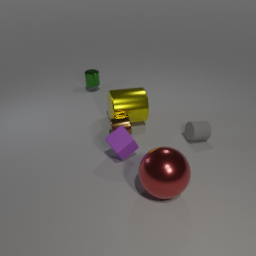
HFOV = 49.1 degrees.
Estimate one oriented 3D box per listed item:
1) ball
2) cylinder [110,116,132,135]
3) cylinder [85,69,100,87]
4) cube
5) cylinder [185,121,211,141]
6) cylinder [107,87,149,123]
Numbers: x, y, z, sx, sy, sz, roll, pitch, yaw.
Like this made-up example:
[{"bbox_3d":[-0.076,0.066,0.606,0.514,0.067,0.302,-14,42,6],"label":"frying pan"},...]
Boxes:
[{"bbox_3d":[0.984,1.198,7.570,1.400,1.400,1.400,0,30,0],"label":"ball"},{"bbox_3d":[-0.253,-0.053,10.286,0.700,0.700,0.700,-10,31,-3],"label":"cylinder"},{"bbox_3d":[-1.773,-2.472,13.915,0.700,0.700,0.700,-2,33,1],"label":"cylinder"},{"bbox_3d":[-0.187,0.489,9.026,0.700,0.700,0.700,-39,60,-4],"label":"cube"},{"bbox_3d":[2.514,0.101,10.091,0.700,0.700,0.700,-2,30,-19],"label":"cylinder"},{"bbox_3d":[-0.026,-0.868,11.118,1.400,1.400,1.400,-7,31,-12],"label":"cylinder"}]
